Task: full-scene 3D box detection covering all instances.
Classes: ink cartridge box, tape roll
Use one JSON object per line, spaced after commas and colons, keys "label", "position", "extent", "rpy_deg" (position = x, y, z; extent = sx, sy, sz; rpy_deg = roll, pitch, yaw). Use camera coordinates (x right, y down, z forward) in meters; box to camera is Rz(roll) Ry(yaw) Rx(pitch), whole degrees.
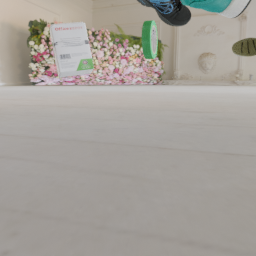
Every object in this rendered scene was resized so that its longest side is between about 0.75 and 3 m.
{"label": "ink cartridge box", "position": [-1.672, -2.311, 8.305], "extent": [1.033, 1.414, 0.596], "rpy_deg": [-10, -1, -18]}
{"label": "tape roll", "position": [0.842, -3.356, 10.699], "extent": [0.339, 1.409, 1.409], "rpy_deg": [2, 10, 17]}

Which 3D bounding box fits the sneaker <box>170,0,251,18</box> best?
{"label": "sneaker", "position": [0.761, -2.780, 4.607], "extent": [1.739, 1.205, 2.881], "rpy_deg": [12, 37, -15]}

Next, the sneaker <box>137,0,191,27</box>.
{"label": "sneaker", "position": [0.889, -2.742, 6.138], "extent": [1.568, 0.574, 0.642], "rpy_deg": [15, -11, -33]}

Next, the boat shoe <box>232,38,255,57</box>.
{"label": "boat shoe", "position": [2.142, -1.328, 4.577], "extent": [0.838, 0.313, 0.287], "rpy_deg": [-4, 3, 19]}
